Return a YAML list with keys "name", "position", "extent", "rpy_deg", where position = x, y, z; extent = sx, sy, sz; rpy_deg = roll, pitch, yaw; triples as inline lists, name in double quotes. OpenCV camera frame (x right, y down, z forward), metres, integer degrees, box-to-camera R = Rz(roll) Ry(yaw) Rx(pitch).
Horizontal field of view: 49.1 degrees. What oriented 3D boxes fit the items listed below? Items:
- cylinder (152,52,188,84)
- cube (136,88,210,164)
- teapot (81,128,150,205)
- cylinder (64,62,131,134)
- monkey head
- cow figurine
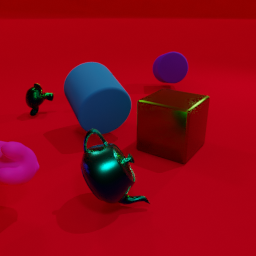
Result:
- name: "cylinder"
  position: [1.619, -2.325, 10.909]
  extent: [1.156, 1.156, 1.156]
  rpy_deg: [-2, 10, -5]
- name: "cube"
  position: [0.993, -0.103, 6.226]
  extent: [1.193, 1.193, 1.193]
  rpy_deg: [15, 27, 31]
- name: "teapot"
  position: [-0.218, 0.684, 4.343]
  extent: [0.745, 1.522, 0.946]
  rpy_deg: [-31, 10, 7]
- name: "cylinder"
  position: [-0.769, -0.739, 6.870]
  extent: [1.319, 1.319, 1.319]
  rpy_deg: [-11, 42, -23]
- name: "monkey head"
  position: [-2.610, -0.889, 8.261]
  extent: [0.773, 1.074, 0.647]
  rpy_deg: [11, 31, -14]
- name: "cow figurine"
  position: [-2.008, 0.572, 4.377]
  extent: [1.481, 0.813, 1.458]
  rpy_deg: [4, -13, 10]
